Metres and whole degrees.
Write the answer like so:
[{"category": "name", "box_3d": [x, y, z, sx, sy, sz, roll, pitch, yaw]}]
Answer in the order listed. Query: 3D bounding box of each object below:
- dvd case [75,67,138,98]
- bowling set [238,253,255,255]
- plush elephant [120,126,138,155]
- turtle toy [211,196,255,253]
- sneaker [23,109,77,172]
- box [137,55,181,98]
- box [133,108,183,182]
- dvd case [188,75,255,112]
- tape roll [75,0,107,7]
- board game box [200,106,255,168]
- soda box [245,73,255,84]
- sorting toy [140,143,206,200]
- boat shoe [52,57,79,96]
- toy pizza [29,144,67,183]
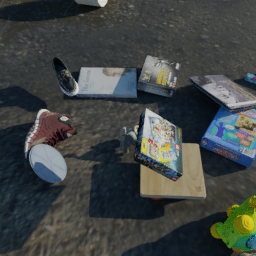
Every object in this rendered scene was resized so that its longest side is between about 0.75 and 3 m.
[{"category": "dvd case", "box_3d": [-0.989, -2.241, 13.475, 2.906, 0.255, 2.073, 0, 49, 0]}, {"category": "bowling set", "box_3d": [3.458, 3.783, 7.759, 0.688, 1.282, 0.893, 3, 20, 14]}, {"category": "plush elephant", "box_3d": [0.139, 0.375, 10.810, 0.918, 1.115, 0.863, -22, 7, 22]}, {"category": "turtle toy", "box_3d": [3.677, 2.782, 8.254, 2.335, 1.702, 1.180, -33, 76, -28]}, {"category": "sneaker", "box_3d": [-2.822, 0.381, 10.621, 1.688, 1.105, 2.922, 3, 47, -1]}, {"category": "box", "box_3d": [1.517, -2.507, 13.386, 1.756, 0.536, 2.217, 15, 47, 5]}, {"category": "box", "box_3d": [0.939, 0.441, 8.303, 1.397, 0.385, 2.045, 30, 37, -14]}, {"category": "dvd case", "box_3d": [4.316, -1.635, 12.372, 2.109, 0.227, 2.837, -9, 39, -26]}, {"category": "tape roll", "box_3d": [-2.381, -9.383, 18.292, 1.758, 2.560, 2.560, 13, 50, 11]}, {"category": "board game box", "box_3d": [4.334, 0.100, 11.168, 1.999, 0.591, 2.628, 26, 53, 21]}, {"category": "soda box", "box_3d": [6.127, -2.357, 13.573, 0.809, 0.275, 0.260, 25, 53, 20]}, {"category": "sorting toy", "box_3d": [1.469, 1.560, 9.766, 2.085, 0.730, 2.097, 2, 50, 2]}, {"category": "boat shoe", "box_3d": [-2.853, -2.358, 12.434, 0.739, 0.700, 2.114, -25, 64, -5]}, {"category": "toy pizza", "box_3d": [-2.811, 1.256, 9.815, 0.242, 1.529, 1.529, -37, 43, 25]}]
